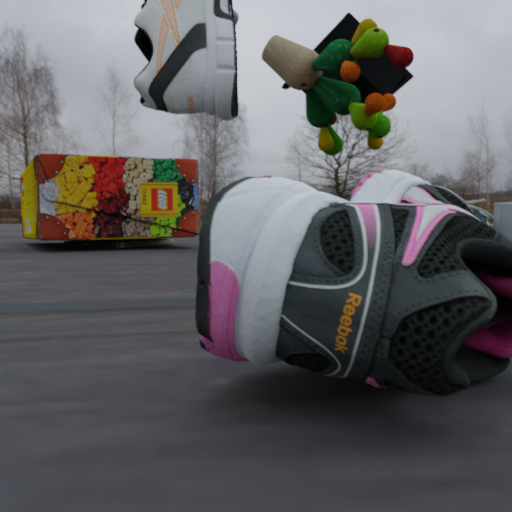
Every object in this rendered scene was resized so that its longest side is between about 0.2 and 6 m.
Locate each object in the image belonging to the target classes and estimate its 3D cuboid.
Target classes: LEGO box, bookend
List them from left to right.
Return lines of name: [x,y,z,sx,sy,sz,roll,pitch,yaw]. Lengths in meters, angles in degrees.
LEGO box: [-3.281,-1.139,11.930,2.980,1.544,4.001,-3,3,-27]
bookend: [1.770,-3.357,10.763,1.784,1.773,0.822,41,-23,-7]

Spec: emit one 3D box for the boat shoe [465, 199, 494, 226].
boat shoe: [3.244,-0.450,8.988,1.099,0.908,2.936,2,5,31]

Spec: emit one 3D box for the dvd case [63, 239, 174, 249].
dvd case: [-2.924,-0.291,12.117,1.433,0.154,1.927,2,5,27]

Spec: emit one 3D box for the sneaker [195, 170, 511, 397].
sneaker: [0.752,0.158,2.489,0.983,0.915,2.278,19,19,29]

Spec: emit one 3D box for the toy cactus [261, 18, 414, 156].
toy cactus: [1.320,-2.975,9.483,2.544,1.576,3.083,36,-11,7]

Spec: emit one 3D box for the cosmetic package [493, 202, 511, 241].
cosmetic package: [4.640,-0.419,8.865,1.666,0.890,0.751,1,5,-13]

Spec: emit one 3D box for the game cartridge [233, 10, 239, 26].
game cartridge: [-0.990,-4.272,10.663,1.312,0.268,0.873,-38,-33,29]

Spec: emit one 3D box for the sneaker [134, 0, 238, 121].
sneaker: [-0.624,-2.221,4.787,0.899,2.247,0.828,-2,-19,0]
